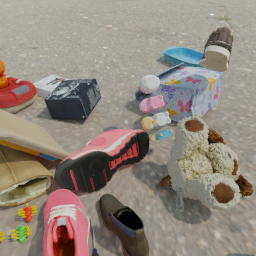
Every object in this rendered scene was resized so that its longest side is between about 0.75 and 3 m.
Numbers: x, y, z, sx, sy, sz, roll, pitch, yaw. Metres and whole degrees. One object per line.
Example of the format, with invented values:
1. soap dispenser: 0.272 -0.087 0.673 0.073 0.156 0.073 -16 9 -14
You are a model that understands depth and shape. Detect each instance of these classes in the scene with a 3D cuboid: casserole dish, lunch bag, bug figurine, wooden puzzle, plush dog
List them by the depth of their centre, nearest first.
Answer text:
1. bug figurine: -2.400 1.962 5.632 1.125 0.289 0.872 -7 40 -17
2. plush dog: 1.841 0.922 6.486 1.815 1.696 2.113 -3 60 -31
3. wooden puzzle: -2.779 0.129 7.196 2.523 0.470 2.334 29 -2 39
4. lunch bag: 1.666 -1.320 9.571 2.409 1.532 2.043 18 35 38
5. casserole dish: 2.878 -3.306 13.487 1.620 0.519 2.675 -22 38 -29

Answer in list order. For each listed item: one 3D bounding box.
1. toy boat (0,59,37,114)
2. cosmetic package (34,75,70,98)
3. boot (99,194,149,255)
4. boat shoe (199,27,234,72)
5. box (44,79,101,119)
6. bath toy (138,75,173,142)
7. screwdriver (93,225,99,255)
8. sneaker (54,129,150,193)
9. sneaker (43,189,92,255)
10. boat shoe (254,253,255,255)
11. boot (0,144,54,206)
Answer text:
1. toy boat: -4.582 -1.661 9.870 2.598 1.698 1.695 17 37 24
2. cosmetic package: -2.772 -1.550 10.901 1.604 0.414 1.209 18 40 25
3. boot: -0.100 1.698 5.500 0.662 0.859 1.773 -17 37 -24
4. boat shoe: 2.385 -2.022 7.514 0.795 0.658 2.212 18 3 13
5. box: -1.790 -0.970 9.325 1.343 0.833 1.321 1 39 20
6. bath toy: 0.636 -0.528 7.458 0.753 1.731 0.640 -11 -5 -13
7. screwdriver: -0.648 2.230 5.342 0.137 0.132 0.943 19 28 -28
8. sneaker: -0.729 0.729 7.134 2.762 1.018 1.198 -22 27 -38
9. sneaker: -1.081 1.847 5.068 0.926 1.089 2.511 -9 34 -14
10. boat shoe: 3.295 2.492 4.321 2.519 0.818 0.909 18 37 25
11. boot: -3.450 0.884 6.740 2.398 0.906 2.738 -22 40 -29
